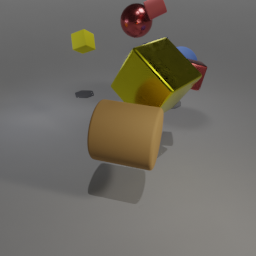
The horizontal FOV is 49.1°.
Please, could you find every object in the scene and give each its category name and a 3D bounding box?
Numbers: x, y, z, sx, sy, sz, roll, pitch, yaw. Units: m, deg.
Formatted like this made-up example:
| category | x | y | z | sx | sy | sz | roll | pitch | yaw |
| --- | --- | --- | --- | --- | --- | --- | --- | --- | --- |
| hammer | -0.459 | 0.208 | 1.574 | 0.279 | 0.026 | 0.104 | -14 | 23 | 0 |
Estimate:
| category | x | y | z | sx | sy | sz | roll | pitch | yaw |
| --- | --- | --- | --- | --- | --- | --- | --- | --- | --- |
| cube | 1.717 | -1.533 | 7.879 | 0.700 | 0.700 | 0.700 | 12 | 24 | -4 |
| cube | -1.875 | -3.618 | 11.761 | 0.700 | 0.700 | 0.700 | -10 | -5 | 27 |
| ball | 2.145 | -2.626 | 11.528 | 1.400 | 1.400 | 1.400 | 0 | 29 | 0 |
| cylinder | -0.013 | 0.141 | 6.302 | 1.400 | 1.400 | 1.400 | 10 | 31 | 12 |
| cube | 0.695 | -1.201 | 7.135 | 1.400 | 1.400 | 1.400 | -31 | 77 | -41 |
| ball | 0.363 | -4.633 | 12.118 | 1.400 | 1.400 | 1.400 | 0 | 29 | 0 |
| cylinder | 1.035 | -4.597 | 10.663 | 0.700 | 0.700 | 0.700 | -23 | 27 | 11 |
